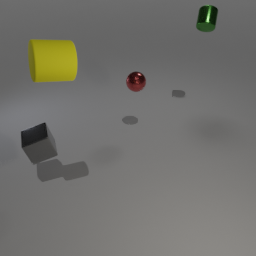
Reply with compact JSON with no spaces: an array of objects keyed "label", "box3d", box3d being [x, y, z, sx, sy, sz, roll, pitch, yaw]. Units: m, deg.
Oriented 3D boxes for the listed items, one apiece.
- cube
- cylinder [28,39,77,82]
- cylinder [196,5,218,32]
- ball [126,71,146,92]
[{"label":"cube","box3d":[-2.367,0.410,7.468,0.700,0.700,0.700,-21,41,-6]},{"label":"cylinder","box3d":[-1.307,-1.155,4.829,0.700,0.700,0.700,-7,31,-25]},{"label":"cylinder","box3d":[2.909,-4.012,10.300,0.700,0.700,0.700,12,-7,1]},{"label":"ball","box3d":[0.281,-1.603,9.707,0.700,0.700,0.700,0,31,0]}]
